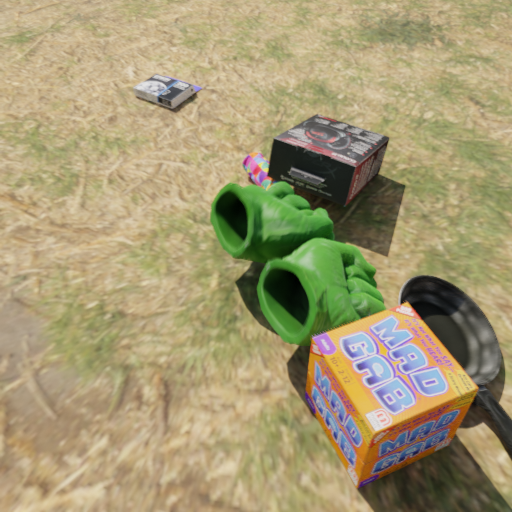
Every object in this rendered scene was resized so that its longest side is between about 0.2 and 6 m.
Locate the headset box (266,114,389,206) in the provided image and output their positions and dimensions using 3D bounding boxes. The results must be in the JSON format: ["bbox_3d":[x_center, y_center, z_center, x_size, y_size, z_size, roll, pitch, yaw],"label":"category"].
[{"bbox_3d":[1.524,-2.096,12.030,1.874,0.946,2.521,23,34,19],"label":"headset box"}]

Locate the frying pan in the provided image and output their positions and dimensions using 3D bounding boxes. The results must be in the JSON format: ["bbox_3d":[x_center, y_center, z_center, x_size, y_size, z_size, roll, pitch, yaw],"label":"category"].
[{"bbox_3d":[3.485,1.714,8.961,2.007,0.540,3.318,-25,71,-42],"label":"frying pan"}]

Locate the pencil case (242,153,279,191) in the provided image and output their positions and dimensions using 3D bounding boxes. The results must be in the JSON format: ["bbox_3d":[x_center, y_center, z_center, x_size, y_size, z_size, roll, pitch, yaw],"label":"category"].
[{"bbox_3d":[0.193,-1.729,12.389,0.606,0.606,1.372,-18,48,-17],"label":"pencil case"}]

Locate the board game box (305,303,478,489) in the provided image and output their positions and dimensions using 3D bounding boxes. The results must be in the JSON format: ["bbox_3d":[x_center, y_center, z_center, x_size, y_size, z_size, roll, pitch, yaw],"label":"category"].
[{"bbox_3d":[1.802,1.965,7.988,1.603,1.602,1.601,-18,47,-17],"label":"board game box"}]

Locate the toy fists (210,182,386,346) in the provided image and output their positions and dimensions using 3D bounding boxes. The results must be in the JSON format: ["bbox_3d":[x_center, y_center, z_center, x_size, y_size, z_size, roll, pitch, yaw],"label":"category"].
[{"bbox_3d":[0.816,0.031,9.758,2.001,1.350,3.925,10,32,-40],"label":"toy fists"}]

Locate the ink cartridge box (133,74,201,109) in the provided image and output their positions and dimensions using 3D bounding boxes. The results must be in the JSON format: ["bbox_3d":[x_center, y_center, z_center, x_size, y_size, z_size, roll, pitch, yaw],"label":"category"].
[{"bbox_3d":[-2.428,-4.641,15.467,1.356,0.297,1.369,23,49,22],"label":"ink cartridge box"}]
